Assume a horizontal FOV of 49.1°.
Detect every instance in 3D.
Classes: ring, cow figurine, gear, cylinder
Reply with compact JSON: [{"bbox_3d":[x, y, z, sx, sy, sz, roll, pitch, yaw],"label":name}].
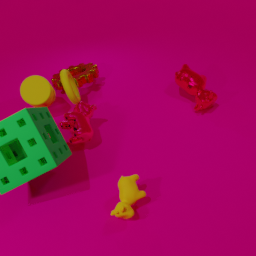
[{"bbox_3d":[-1.939,-1.385,9.466,0.247,1.237,1.237,-21,40,3],"label":"ring"},{"bbox_3d":[-0.052,1.558,6.368,0.925,0.516,0.940,-9,71,-39],"label":"cow figurine"},{"bbox_3d":[2.297,-1.397,9.702,1.654,0.908,1.627,34,33,-6],"label":"cow figurine"},{"bbox_3d":[-2.026,-2.009,10.785,1.796,0.332,1.796,-11,32,7],"label":"gear"},{"bbox_3d":[-1.326,-0.166,8.288,1.344,0.750,1.366,-10,58,-45],"label":"cow figurine"},{"bbox_3d":[-2.937,-1.156,9.216,0.946,0.946,0.946,-5,-3,-6],"label":"cylinder"}]

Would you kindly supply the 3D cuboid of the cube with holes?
[{"bbox_3d":[-2.378,0.442,6.528,1.377,1.377,1.377,-27,4,4],"label":"cube with holes"}]
